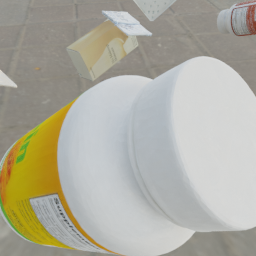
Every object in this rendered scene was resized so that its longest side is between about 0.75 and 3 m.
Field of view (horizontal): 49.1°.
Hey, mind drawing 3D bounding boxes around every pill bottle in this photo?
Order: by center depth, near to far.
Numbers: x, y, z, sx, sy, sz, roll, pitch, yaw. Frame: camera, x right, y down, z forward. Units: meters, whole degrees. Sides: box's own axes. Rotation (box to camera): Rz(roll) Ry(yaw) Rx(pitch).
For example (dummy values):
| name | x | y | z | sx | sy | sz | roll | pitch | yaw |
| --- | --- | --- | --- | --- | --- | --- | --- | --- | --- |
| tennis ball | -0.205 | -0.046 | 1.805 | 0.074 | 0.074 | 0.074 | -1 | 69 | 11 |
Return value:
| name | x | y | z | sx | sy | sz | roll | pitch | yaw |
| --- | --- | --- | --- | --- | --- | --- | --- | --- | --- |
| pill bottle | -0.185 | 0.430 | 2.920 | 2.878 | 1.598 | 1.598 | -23 | 20 | 48 |
| pill bottle | 2.674 | -2.421 | 6.192 | 0.723 | 0.723 | 1.288 | -30 | 27 | -29 |

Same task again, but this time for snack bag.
| name | x | y | z | sx | sy | sz | roll | pitch | yaw |
| --- | --- | --- | --- | --- | --- | --- | --- | --- | --- |
| snack bag | -0.008 | -2.056 | 5.501 | 0.772 | 0.088 | 0.819 | -19 | 59 | -45 |

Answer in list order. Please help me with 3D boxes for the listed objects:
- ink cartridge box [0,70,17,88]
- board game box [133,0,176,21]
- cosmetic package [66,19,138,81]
| name | x | y | z | sx | sy | sz | roll | pitch | yaw |
| --- | --- | --- | --- | --- | --- | --- | --- | --- | --- |
| ink cartridge box | -3.281 | -1.199 | 4.495 | 2.591 | 0.879 | 1.492 | 41 | 13 | 9 |
| board game box | 0.752 | -3.868 | 6.718 | 1.899 | 1.898 | 0.246 | -38 | 48 | 18 |
| cosmetic package | -0.601 | -2.039 | 7.047 | 0.604 | 0.895 | 1.701 | 26 | 62 | 42 |
